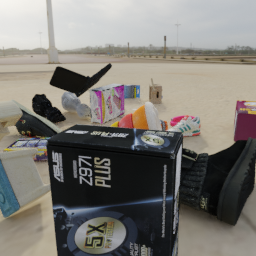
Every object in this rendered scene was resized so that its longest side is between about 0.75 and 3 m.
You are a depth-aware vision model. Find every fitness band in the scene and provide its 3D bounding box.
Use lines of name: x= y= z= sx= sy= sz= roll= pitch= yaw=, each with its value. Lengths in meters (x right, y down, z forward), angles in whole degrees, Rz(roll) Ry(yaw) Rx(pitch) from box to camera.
fitness band: x=2.229 y=-0.261 z=11.051 sx=1.248 sy=0.234 sz=0.896 roll=-16 pitch=23 yaw=-40

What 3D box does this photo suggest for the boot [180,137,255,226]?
boot: x=1.537 y=0.778 z=6.015 sx=2.125 sy=1.070 sz=2.843 roll=10 pitch=20 yaw=32

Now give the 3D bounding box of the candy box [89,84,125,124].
candy box: x=-0.825 y=-1.074 z=11.792 sx=0.609 sy=1.361 sz=1.995 roll=7 pitch=19 yaw=25

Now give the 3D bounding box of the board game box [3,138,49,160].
board game box: x=-2.687 y=0.587 z=7.894 sx=1.213 sy=0.344 sz=1.003 roll=-2 pitch=17 yaw=4

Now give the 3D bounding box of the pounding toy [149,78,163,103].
pounding toy: x=1.542 y=-2.003 z=14.980 sx=0.690 sy=1.325 sz=1.508 roll=0 pitch=16 yaw=-1

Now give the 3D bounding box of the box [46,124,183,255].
box: x=-0.124 y=1.001 z=3.754 sx=1.577 sy=1.926 sz=0.829 roll=5 pitch=17 yaw=17

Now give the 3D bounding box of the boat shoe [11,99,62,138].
boat shoe: x=-3.178 y=-0.067 z=9.369 sx=2.882 sy=0.903 sz=1.054 roll=25 pitch=-14 yaw=30

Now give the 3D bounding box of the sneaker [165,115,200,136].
sneaker: x=1.815 y=-0.067 z=9.498 sx=1.555 sy=0.727 sz=0.548 roll=-7 pitch=18 yaw=-25

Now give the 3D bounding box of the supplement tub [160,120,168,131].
supplement tub: x=0.904 y=-0.019 z=9.681 sx=0.875 sy=0.536 sz=0.536 roll=-2 pitch=17 yaw=-11

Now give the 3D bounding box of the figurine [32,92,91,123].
figurine: x=-2.733 y=-0.807 z=12.036 sx=2.197 sy=0.946 sz=2.144 roll=-10 pitch=27 yaw=-32

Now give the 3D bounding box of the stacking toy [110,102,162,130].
stacking toy: x=-0.068 y=0.229 z=8.070 sx=2.115 sy=1.545 sz=1.545 roll=-15 pitch=13 yaw=13

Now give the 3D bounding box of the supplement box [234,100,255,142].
supplement box: x=4.371 y=-0.261 z=9.666 sx=1.275 sy=0.990 sz=2.312 roll=6 pitch=17 yaw=19

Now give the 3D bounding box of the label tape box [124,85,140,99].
label tape box: x=0.156 y=-2.147 z=16.483 sx=1.068 sy=0.770 sz=0.338 roll=-3 pitch=15 yaw=-14

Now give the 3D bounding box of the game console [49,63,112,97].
game console: x=-1.959 y=-2.159 z=11.413 sx=1.893 sy=1.253 sz=2.153 roll=-43 pitch=9 yaw=-23

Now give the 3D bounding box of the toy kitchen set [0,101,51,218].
toy kitchen set: x=-3.199 y=0.987 z=5.815 sx=1.648 sy=2.241 sz=2.798 roll=-17 pitch=-13 yaw=-46
